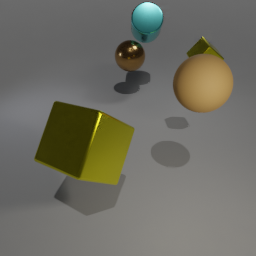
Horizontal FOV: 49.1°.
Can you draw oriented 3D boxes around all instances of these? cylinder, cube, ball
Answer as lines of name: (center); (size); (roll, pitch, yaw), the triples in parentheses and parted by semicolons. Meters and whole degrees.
cylinder: (0.842, -4.760, 12.757); (1.400, 1.400, 1.400); (0, 1, 0)
cube: (2.333, -2.187, 8.519); (0.700, 0.700, 0.700); (28, 32, -29)
ball: (0.092, -3.289, 12.796); (1.400, 1.400, 1.400); (0, 33, 0)
cube: (-0.935, 0.351, 6.266); (1.400, 1.400, 1.400); (14, -7, 34)
ball: (1.791, -1.066, 6.753); (1.400, 1.400, 1.400); (0, 33, 0)
